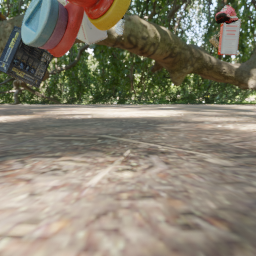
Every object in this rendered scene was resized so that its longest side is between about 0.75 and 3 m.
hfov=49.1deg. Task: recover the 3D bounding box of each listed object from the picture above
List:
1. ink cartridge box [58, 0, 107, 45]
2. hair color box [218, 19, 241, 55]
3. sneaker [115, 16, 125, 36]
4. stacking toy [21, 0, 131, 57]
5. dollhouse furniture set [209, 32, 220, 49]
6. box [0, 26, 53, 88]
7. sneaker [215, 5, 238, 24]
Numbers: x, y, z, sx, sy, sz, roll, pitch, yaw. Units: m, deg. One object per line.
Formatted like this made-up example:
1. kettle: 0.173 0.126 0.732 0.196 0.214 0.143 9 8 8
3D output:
1. ink cartridge box: -1.374 -3.312 8.363 0.684 1.168 1.617 -29 42 -21
2. hair color box: 3.244 -2.899 8.967 0.550 1.083 0.332 4 11 4
3. sneaker: -0.311 -4.247 11.559 0.345 0.927 0.404 8 -15 -37
4. stacking toy: -1.021 -2.354 4.498 2.196 1.988 0.928 -16 -23 42
5. dollhouse furniture set: 3.391 -3.258 9.783 0.913 0.446 0.779 -44 7 12
6. box: -2.804 -1.910 7.829 0.401 1.241 1.573 22 0 16
7. sneaker: 2.351 -2.771 6.797 0.343 0.403 0.930 -11 3 43
